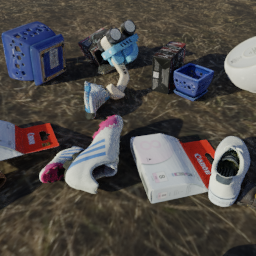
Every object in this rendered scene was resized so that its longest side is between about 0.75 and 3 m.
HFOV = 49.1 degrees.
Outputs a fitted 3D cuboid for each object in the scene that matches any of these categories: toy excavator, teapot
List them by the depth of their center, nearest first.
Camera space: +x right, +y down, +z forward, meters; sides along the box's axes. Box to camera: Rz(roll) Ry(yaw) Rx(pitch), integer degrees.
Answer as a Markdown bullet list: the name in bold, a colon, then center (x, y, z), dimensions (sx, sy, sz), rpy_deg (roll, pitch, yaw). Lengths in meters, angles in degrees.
- **toy excavator**: center (-0.291, -2.804, 11.689), dimensions (2.476, 2.546, 1.272), rpy_deg (-38, 13, -26)
- **teapot**: center (5.652, -2.451, 11.894), dimensions (2.797, 2.042, 2.760), rpy_deg (-48, 31, -18)

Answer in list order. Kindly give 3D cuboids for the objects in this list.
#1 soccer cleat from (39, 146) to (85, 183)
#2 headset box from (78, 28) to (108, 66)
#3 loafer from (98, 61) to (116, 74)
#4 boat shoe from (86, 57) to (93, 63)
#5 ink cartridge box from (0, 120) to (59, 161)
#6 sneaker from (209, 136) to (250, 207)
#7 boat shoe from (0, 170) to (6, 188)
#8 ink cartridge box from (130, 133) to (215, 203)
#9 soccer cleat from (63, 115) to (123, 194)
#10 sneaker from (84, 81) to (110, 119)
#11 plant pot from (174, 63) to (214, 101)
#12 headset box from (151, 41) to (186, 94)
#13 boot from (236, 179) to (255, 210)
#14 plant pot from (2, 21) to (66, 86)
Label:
- **soccer cleat**: center (-2.006, 1.062, 8.374), dimensions (0.726, 0.587, 1.681), rpy_deg (22, 36, 35)
- **headset box**: center (-1.364, -4.079, 13.876), dimensions (1.604, 0.833, 2.156), rpy_deg (-35, 43, -12)
- **loafer**: center (-0.892, -3.210, 13.969), dimensions (0.614, 0.554, 1.623), rpy_deg (22, 44, 21)
- **boat shoe**: center (-1.103, -3.854, 14.709), dimensions (2.228, 0.722, 0.801), rpy_deg (-26, 42, -3)
- **ink cartridge box**: center (-3.915, 0.244, 8.827), dimensions (2.983, 0.851, 2.425), rpy_deg (-18, 25, -16)
- **sneaker**: center (3.000, 0.936, 8.000), dimensions (1.051, 1.018, 2.877), rpy_deg (14, 36, 17)
- **boat shoe**: center (-4.114, 1.743, 7.262), dimensions (0.747, 0.788, 2.082), rpy_deg (20, 43, 22)
- **ink cartridge box**: center (1.619, 0.978, 8.382), dimensions (2.695, 0.769, 2.190), rpy_deg (-11, 39, -9)
- **soccer cleat**: center (-0.677, 0.770, 8.468), dimensions (1.285, 1.039, 2.975), rpy_deg (23, 47, 16)
- **sneaker**: center (-1.231, -1.175, 11.080), dimensions (1.027, 0.889, 2.371), rpy_deg (1, 37, -8)
- **plant pot**: center (2.695, -1.887, 11.756), dimensions (1.254, 1.127, 1.254), rpy_deg (31, 47, 33)
- **headset box**: center (1.861, -2.765, 12.496), dimensions (0.853, 1.643, 2.208), rpy_deg (18, 40, 23)
- **boot**: center (3.774, 1.748, 7.424), dimensions (1.368, 0.544, 1.572), rpy_deg (28, 48, 31)
- **plant pot**: center (-4.134, -3.368, 12.916), dimensions (1.989, 2.212, 2.212), rpy_deg (25, 43, 22)
